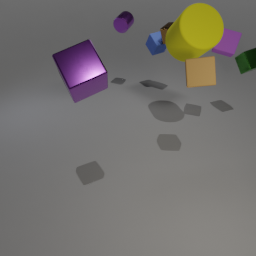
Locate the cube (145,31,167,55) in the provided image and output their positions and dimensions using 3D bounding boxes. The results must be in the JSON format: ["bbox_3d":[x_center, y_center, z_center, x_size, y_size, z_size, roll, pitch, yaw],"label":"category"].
[{"bbox_3d":[1.333,-3.870,12.791,0.700,0.700,0.700,-22,73,-23],"label":"cube"}]

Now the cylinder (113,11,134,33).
[{"bbox_3d":[-0.183,-4.596,12.152,0.700,0.700,0.700,14,48,21],"label":"cylinder"}]

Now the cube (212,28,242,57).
[{"bbox_3d":[3.238,-2.816,9.255,0.700,0.700,0.700,19,10,9],"label":"cube"}]

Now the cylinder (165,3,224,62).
[{"bbox_3d":[2.053,-2.961,8.867,1.400,1.400,1.400,-7,-1,-11],"label":"cylinder"}]

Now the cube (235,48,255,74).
[{"bbox_3d":[4.568,-2.513,10.450,0.700,0.700,0.700,-19,-1,-8],"label":"cube"}]

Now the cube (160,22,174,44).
[{"bbox_3d":[1.899,-4.058,12.001,0.700,0.700,0.700,18,50,40],"label":"cube"}]

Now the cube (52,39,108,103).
[{"bbox_3d":[-0.814,-0.980,4.934,0.700,0.700,0.700,-26,79,-9],"label":"cube"}]

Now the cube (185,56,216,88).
[{"bbox_3d":[1.837,-1.412,7.161,0.700,0.700,0.700,-4,7,11],"label":"cube"}]
